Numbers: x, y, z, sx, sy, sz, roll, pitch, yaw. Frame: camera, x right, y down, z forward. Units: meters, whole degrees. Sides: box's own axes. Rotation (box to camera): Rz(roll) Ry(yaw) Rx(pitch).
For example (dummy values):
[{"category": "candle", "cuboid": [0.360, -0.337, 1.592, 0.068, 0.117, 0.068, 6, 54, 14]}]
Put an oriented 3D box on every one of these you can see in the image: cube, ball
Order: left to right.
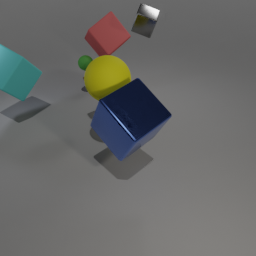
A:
[{"category": "cube", "cuboid": [-4.464, -2.093, 10.636, 1.400, 1.400, 1.400, 30, 86, 18]}, {"category": "ball", "cuboid": [-1.936, -2.975, 12.828, 0.700, 0.700, 0.700, 0, 34, 0]}, {"category": "cube", "cuboid": [-0.972, -4.199, 12.956, 1.400, 1.400, 1.400, -43, 13, -10]}, {"category": "ball", "cuboid": [-0.605, -1.458, 8.390, 1.400, 1.400, 1.400, 0, 34, 0]}, {"category": "cube", "cuboid": [0.034, -0.207, 7.593, 1.400, 1.400, 1.400, -34, 78, -30]}, {"category": "cube", "cuboid": [0.587, -3.615, 9.457, 0.700, 0.700, 0.700, 19, 51, -5]}]
